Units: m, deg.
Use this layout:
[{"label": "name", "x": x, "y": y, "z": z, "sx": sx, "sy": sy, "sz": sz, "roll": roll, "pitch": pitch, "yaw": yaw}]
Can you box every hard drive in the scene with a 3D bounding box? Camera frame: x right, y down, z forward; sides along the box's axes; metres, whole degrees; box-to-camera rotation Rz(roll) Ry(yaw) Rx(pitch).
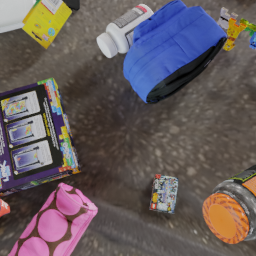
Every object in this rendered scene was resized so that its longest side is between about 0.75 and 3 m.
[{"label": "hard drive", "x": -3.990, "y": -3.539, "z": 8.274, "sx": 2.532, "sy": 0.333, "sz": 1.670, "roll": -13, "pitch": 73, "yaw": 0}]

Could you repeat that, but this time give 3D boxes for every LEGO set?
[{"label": "LEGO set", "x": 3.218, "y": -2.517, "z": 7.913, "sx": 1.960, "sy": 0.804, "sz": 0.748, "roll": 38, "pitch": 45, "yaw": 16}]

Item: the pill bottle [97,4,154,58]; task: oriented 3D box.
[{"label": "pill bottle", "x": -0.039, "y": -2.653, "z": 7.795, "sx": 1.604, "sy": 0.888, "sz": 0.888, "roll": -37, "pitch": 76, "yaw": -12}]

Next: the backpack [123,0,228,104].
[{"label": "backpack", "x": 0.915, "y": -1.802, "z": 7.076, "sx": 2.264, "sy": 1.839, "sz": 1.900, "roll": -40, "pitch": 77, "yaw": -2}]

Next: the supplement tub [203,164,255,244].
[{"label": "supplement tub", "x": 1.755, "y": 1.023, "z": 3.962, "sx": 1.337, "sy": 0.819, "sz": 0.819, "roll": -17, "pitch": 71, "yaw": -29}]

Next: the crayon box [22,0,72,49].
[{"label": "crayon box", "x": -2.321, "y": -3.060, "z": 7.893, "sx": 0.356, "sy": 0.891, "sz": 1.403, "roll": 18, "pitch": 74, "yaw": 45}]

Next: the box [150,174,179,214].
[{"label": "box", "x": 0.879, "y": 1.592, "z": 6.804, "sx": 0.588, "sy": 0.171, "sz": 0.858, "roll": 9, "pitch": 72, "yaw": 3}]

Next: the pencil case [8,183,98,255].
[{"label": "pencil case", "x": -1.675, "y": 2.523, "z": 6.012, "sx": 1.204, "sy": 1.166, "sz": 2.569, "roll": 17, "pitch": 71, "yaw": 45}]

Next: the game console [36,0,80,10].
[{"label": "game console", "x": -2.211, "y": -4.187, "z": 8.696, "sx": 1.212, "sy": 0.802, "sz": 1.378, "roll": -13, "pitch": 69, "yaw": 27}]

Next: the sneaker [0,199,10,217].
[{"label": "sneaker", "x": -3.500, "y": 2.456, "z": 6.257, "sx": 2.211, "sy": 0.934, "sz": 0.829, "roll": -49, "pitch": 45, "yaw": 7}]

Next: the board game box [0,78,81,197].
[{"label": "board game box", "x": -2.486, "y": 0.204, "z": 6.984, "sx": 2.036, "sy": 0.698, "sz": 2.463, "roll": -17, "pitch": 73, "yaw": -3}]
